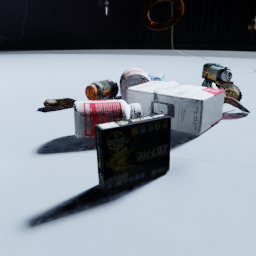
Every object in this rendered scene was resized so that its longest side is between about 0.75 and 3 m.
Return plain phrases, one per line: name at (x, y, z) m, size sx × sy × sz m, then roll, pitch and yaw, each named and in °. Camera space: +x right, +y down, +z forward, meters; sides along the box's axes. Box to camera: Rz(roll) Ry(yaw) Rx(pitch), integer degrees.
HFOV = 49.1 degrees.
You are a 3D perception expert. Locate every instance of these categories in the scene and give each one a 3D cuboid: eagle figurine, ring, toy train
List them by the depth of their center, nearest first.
ring at (0.604, -2.096, 5.009) m, size 0.772 × 0.772 × 0.074 m, roll 8°, pitch -15°, yaw 23°
eagle figurine at (4.065, -1.200, 11.545) m, size 1.709 × 1.296 × 1.289 m, roll -3°, pitch -1°, yaw 7°
toy train at (4.629, -2.560, 14.650) m, size 1.139 × 1.523 × 2.672 m, roll -3°, pitch 19°, yaw -5°

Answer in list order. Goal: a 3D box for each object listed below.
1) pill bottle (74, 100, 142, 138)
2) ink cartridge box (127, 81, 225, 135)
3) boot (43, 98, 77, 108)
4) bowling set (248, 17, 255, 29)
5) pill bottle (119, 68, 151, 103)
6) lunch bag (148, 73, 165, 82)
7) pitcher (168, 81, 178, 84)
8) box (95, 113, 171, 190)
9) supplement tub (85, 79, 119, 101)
pill bottle at (-0.648, -0.305, 8.833) m, size 2.061 × 1.157 × 1.157 m, roll -3°, pitch 20°, yaw -11°
ink cartridge box at (1.707, -0.861, 10.269) m, size 2.928 × 1.221 × 2.127 m, roll 14°, pitch 24°, yaw 35°
boot at (-3.019, -1.126, 12.258) m, size 1.321 × 0.464 × 0.966 m, roll -8°, pitch 15°, yaw -35°
bowling set at (4.137, -3.406, 8.841) m, size 0.606 × 0.468 × 0.871 m, roll -5°, pitch 4°, yaw 4°
pill bottle at (0.326, -2.051, 13.306) m, size 1.489 × 1.489 × 2.654 m, roll -1°, pitch 19°, yaw -2°
lunch bag at (1.306, -2.585, 15.831) m, size 1.410 × 0.898 × 1.199 m, roll -6°, pitch 19°, yaw 24°
pitcher at (2.182, -1.616, 13.086) m, size 1.278 × 0.903 × 1.490 m, roll 10°, pitch 30°, yaw 11°
box at (0.148, 0.483, 6.221) m, size 1.729 × 1.394 × 0.425 m, roll -11°, pitch 22°, yaw -27°
supplement tub at (-1.240, -1.784, 13.336) m, size 0.938 × 0.938 × 1.531 m, roll 16°, pitch 24°, yaw 37°
